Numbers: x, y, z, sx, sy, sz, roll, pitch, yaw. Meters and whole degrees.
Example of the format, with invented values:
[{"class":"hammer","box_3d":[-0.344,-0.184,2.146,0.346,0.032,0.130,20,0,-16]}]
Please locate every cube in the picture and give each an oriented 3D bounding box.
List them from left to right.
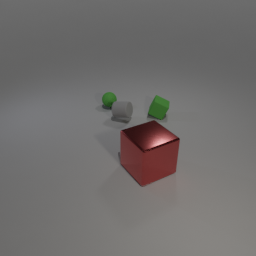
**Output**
[{"class":"cube","box_3d":[0.680,0.784,9.231,1.400,1.400,1.400,-17,35,-27]},{"class":"cube","box_3d":[1.383,-0.920,12.520,0.700,0.700,0.700,25,32,-5]}]

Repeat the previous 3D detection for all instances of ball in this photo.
[{"class":"ball","box_3d":[-0.879,-1.348,13.202,0.700,0.700,0.700,0,31,0]}]

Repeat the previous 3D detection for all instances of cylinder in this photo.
[{"class":"cylinder","box_3d":[-0.244,-0.795,12.075,0.700,0.700,0.700,3,30,26]}]
